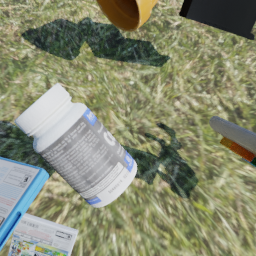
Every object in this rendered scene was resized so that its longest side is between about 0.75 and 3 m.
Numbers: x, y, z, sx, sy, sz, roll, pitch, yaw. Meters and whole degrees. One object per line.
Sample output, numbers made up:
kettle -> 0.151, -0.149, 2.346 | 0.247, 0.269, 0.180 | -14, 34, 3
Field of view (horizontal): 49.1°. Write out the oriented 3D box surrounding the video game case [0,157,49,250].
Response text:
video game case -> -2.293, 1.385, 3.656 | 1.675, 0.208, 2.340 | 8, 53, 29

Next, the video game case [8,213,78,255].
video game case -> -1.177, 1.589, 3.850 | 0.830, 0.757, 0.091 | 19, 19, -2

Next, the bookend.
bookend -> 2.419, -3.277, 6.626 | 1.810, 1.822, 0.839 | 14, 25, -10

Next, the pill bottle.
pill bottle -> -0.865, 0.294, 4.791 | 1.990, 1.132, 1.132 | 49, 64, -16

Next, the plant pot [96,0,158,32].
plant pot -> 0.195, -3.469, 6.867 | 1.608, 1.608, 1.472 | 39, 70, 21

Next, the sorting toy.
sorting toy -> 2.182, 0.577, 4.283 | 0.321, 1.762, 1.631 | -53, 29, 3
